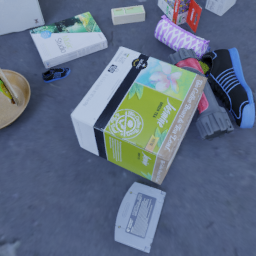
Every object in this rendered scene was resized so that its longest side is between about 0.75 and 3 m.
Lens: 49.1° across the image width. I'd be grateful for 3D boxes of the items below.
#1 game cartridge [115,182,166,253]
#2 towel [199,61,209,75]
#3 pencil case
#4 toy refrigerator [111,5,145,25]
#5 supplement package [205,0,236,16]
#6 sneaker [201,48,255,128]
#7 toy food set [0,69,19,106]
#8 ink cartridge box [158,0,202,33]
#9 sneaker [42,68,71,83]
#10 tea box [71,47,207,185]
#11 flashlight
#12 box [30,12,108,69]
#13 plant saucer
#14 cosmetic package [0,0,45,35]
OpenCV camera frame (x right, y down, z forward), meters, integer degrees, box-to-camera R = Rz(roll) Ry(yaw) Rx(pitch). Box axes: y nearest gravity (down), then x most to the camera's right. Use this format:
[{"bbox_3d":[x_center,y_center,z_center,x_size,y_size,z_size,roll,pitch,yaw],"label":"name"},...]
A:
[{"bbox_3d":[0.279,2.239,7.224,1.049,0.327,1.575,15,61,13],"label":"game cartridge"},{"bbox_3d":[2.148,-1.986,9.721,1.563,0.141,0.673,-14,62,-8],"label":"towel"},{"bbox_3d":[1.896,-3.152,9.967,2.002,0.856,0.840,36,55,19],"label":"pencil case"},{"bbox_3d":[0.011,-4.429,10.944,1.252,0.438,0.475,-9,61,-5],"label":"toy refrigerator"},{"bbox_3d":[3.788,-5.376,10.918,0.784,1.415,1.102,38,67,20],"label":"supplement package"},{"bbox_3d":[3.091,-1.254,8.856,1.143,1.029,2.934,-8,61,7],"label":"sneaker"},{"bbox_3d":[-3.529,-1.058,8.062,0.311,1.548,1.069,-33,95,-20],"label":"toy food set"},{"bbox_3d":[1.908,-4.616,10.636,0.532,1.151,2.112,-23,63,-13],"label":"ink cartridge box"},{"bbox_3d":[-2.435,-1.870,9.511,0.982,0.383,0.345,-27,63,-14],"label":"sneaker"},{"bbox_3d":[0.350,-0.382,7.819,2.679,1.820,2.723,23,63,12],"label":"tea box"},{"bbox_3d":[2.110,-1.062,8.712,1.019,1.015,2.998,1,62,-32],"label":"flashlight"},{"bbox_3d":[-2.176,-3.272,10.284,2.394,0.435,1.728,-23,63,-14],"label":"box"},{"bbox_3d":[-4.243,-0.772,8.775,2.520,0.446,2.520,-2,56,3],"label":"plant saucer"},{"bbox_3d":[-4.449,-5.061,10.482,1.867,1.856,2.231,-18,63,-10],"label":"cosmetic package"}]
